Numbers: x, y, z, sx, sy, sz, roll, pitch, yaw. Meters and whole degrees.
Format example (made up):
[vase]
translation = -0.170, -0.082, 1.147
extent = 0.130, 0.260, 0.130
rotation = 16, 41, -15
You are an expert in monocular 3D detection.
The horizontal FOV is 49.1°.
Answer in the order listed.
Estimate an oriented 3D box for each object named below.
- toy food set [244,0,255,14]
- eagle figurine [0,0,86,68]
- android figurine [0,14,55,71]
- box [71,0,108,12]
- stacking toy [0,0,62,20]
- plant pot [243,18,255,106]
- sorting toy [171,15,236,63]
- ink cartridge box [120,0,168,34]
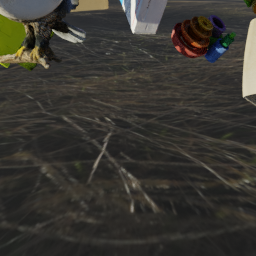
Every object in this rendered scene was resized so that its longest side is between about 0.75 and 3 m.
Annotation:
[toy food set]
translation = 3.713, -3.525, 7.728
extent = 2.048, 0.411, 1.414
rotation = 52, 15, 31
[eagle figurine]
translation = -1.693, -2.246, 4.541
extent = 1.856, 2.446, 1.846
rotation = -5, 22, -6
[android figurine]
translation = -2.808, -2.301, 5.594
extent = 2.555, 2.325, 0.525
rotation = 29, -2, -33
[box]
translation = -2.031, -5.002, 9.418
extent = 2.729, 2.231, 0.290
rotation = -9, 49, -10
[stacking toy]
translation = -1.158, -1.481, 2.423
extent = 1.234, 0.902, 0.902
rotation = 28, 40, 37
[plant pot]
translation = 3.119, -1.343, 5.241
extent = 1.701, 1.508, 1.703
rotation = -12, -12, 35
[sorting toy]
translation = 2.054, -2.411, 7.052
extent = 1.290, 0.881, 2.146
rotation = 51, 49, 4
[ink cartridge box]
translation = 0.342, -3.153, 6.728
extent = 0.630, 1.092, 1.495
rotation = -5, 57, -19
